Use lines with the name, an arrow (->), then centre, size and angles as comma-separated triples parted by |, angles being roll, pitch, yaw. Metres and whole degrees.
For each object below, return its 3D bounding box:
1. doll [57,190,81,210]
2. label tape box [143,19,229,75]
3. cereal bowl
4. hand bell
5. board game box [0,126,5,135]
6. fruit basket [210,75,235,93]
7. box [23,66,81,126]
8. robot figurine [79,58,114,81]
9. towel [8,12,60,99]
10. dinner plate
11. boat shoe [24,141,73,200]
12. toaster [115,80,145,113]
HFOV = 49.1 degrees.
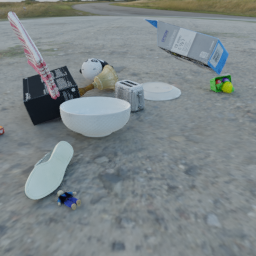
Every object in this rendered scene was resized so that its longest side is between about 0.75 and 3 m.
doll -> -1.437, 1.691, 6.713 | 0.752, 0.182, 0.513 | 16, 39, 41
label tape box -> 1.527, -2.241, 7.717 | 2.146, 0.709, 1.538 | 26, 12, 26
cereal bowl -> -1.105, -0.342, 9.639 | 2.377, 0.990, 2.377 | 2, 20, -1
hand bell -> -1.748, -1.918, 13.069 | 2.430, 1.265, 1.265 | -29, 37, -24
board game box -> -5.923, 0.023, 9.834 | 2.902, 0.282, 1.494 | 15, 32, 27
fruit basket -> 4.651, -2.100, 13.514 | 1.149, 0.829, 1.149 | -8, 11, 2
box -> -3.134, -1.435, 11.432 | 2.016, 1.126, 2.856 | -17, 31, -12
robot figurine -> -1.606, -2.983, 14.401 | 1.160, 1.397, 1.859 | 48, 21, 9
towel -> -2.181, -1.577, 6.550 | 0.282, 1.884, 1.379 | -32, 76, -12
dinner plate -> 1.368, -1.859, 13.524 | 2.389, 0.290, 2.389 | 1, 28, -1
boat shoe -> -2.138, 1.171, 7.472 | 0.643, 0.757, 2.080 | -36, 17, 33
toaster -> 0.020, -1.374, 11.735 | 0.899, 1.022, 1.582 | -19, 33, -34
